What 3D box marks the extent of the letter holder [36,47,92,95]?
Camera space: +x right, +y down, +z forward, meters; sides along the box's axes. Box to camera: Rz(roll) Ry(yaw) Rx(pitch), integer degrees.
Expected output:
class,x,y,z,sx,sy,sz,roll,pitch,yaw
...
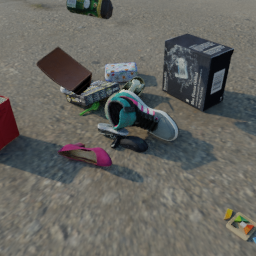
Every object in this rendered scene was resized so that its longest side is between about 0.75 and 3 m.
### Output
class,x,y,z,sx,sy,sz,roll,pitch,yaw
letter holder,-2.199,-1.792,9.568,1.576,0.793,1.120,38,62,8

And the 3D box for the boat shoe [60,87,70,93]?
class,x,y,z,sx,sy,sz,roll,pitch,yaw
boat shoe,-2.570,-2.320,13.563,0.670,0.660,1.891,22,41,27

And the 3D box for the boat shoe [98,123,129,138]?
class,x,y,z,sx,sy,sz,roll,pitch,yaw
boat shoe,-0.560,0.160,10.298,1.219,0.416,0.450,11,26,14

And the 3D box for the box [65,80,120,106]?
class,x,y,z,sx,sy,sz,roll,pitch,yaw
box,-1.556,-1.595,12.411,1.938,0.476,1.562,-29,27,-35

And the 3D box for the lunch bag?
class,x,y,z,sx,sy,sz,roll,pitch,yaw
lunch bag,-0.315,-2.891,14.389,1.736,0.656,1.391,-3,34,-2

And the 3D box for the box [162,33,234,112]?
class,x,y,z,sx,sy,sz,roll,pitch,yaw
box,2.888,-2.456,12.192,1.484,2.486,2.528,-26,43,-29

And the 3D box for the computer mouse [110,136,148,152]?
class,x,y,z,sx,sy,sz,roll,pitch,yaw
computer mouse,0.087,0.492,9.941,1.296,0.342,0.898,14,37,19

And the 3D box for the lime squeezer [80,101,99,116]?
class,x,y,z,sx,sy,sz,roll,pitch,yaw
lime squeezer,-1.487,-1.000,12.153,0.584,0.312,1.655,-19,27,30

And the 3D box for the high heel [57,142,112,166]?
class,x,y,z,sx,sy,sz,roll,pitch,yaw
high heel,-1.398,0.957,9.034,1.902,0.641,0.914,13,25,42

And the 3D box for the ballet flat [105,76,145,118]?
class,x,y,z,sx,sy,sz,roll,pitch,yaw
ballet flat,-0.076,-1.390,11.876,1.006,0.951,2.985,35,40,0

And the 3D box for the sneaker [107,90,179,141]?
class,x,y,z,sx,sy,sz,roll,pitch,yaw
sneaker,0.324,-0.302,9.912,2.809,1.175,1.696,35,36,21

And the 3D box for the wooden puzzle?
class,x,y,z,sx,sy,sz,roll,pitch,yaw
wooden puzzle,2.974,2.535,7.304,1.030,0.120,0.695,27,44,32

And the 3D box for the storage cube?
class,x,y,z,sx,sy,sz,roll,pitch,yaw
storage cube,-5.066,-0.160,9.747,1.818,1.634,1.554,13,38,18

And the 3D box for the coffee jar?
class,x,y,z,sx,sy,sz,roll,pitch,yaw
coffee jar,-1.423,-4.649,10.654,1.679,0.716,0.876,13,10,5
